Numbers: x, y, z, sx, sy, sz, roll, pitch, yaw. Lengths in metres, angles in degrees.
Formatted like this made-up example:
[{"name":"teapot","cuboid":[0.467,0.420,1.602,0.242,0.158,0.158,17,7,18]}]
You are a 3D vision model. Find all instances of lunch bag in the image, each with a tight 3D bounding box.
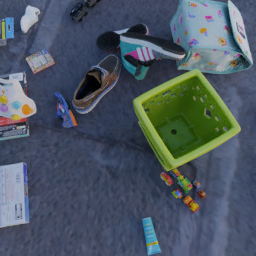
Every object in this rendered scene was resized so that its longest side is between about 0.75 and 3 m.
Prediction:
[{"name":"lunch bag","cuboid":[3.225,-3.385,10.424,2.841,1.733,2.420,2,67,-11]}]

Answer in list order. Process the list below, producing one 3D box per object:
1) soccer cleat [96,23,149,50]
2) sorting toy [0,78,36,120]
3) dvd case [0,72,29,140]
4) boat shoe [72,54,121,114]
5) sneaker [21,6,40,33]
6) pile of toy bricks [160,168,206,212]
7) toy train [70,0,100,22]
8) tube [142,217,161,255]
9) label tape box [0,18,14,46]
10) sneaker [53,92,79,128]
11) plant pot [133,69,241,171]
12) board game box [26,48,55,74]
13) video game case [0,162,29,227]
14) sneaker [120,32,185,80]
[{"name":"soccer cleat","cuboid":[-0.205,-3.523,11.050,2.116,0.774,0.722,-12,91,15]},{"name":"sorting toy","cuboid":[-3.982,-1.089,9.280,1.525,1.373,0.815,14,37,12]},{"name":"dvd case","cuboid":[-4.623,-0.792,10.279,1.866,0.281,2.557,-10,73,-3]},{"name":"boat shoe","cuboid":[-1.067,-1.741,10.229,0.964,0.966,2.668,28,73,9]},{"name":"sneaker","cuboid":[-3.996,-4.432,11.427,0.515,0.452,1.285,12,71,1]},{"name":"pile of toy bricks","cuboid":[1.858,1.881,9.091,0.895,0.796,1.613,-40,76,-12]},{"name":"toy train","cuboid":[-1.519,-5.520,11.817,0.616,0.459,2.689,31,74,23]},{"name":"tube","cuboid":[0.708,3.414,8.881,0.421,0.274,1.088,-16,76,8]},{"name":"label tape box","cuboid":[-5.231,-3.811,11.211,1.413,0.467,1.013,-9,72,-5]},{"name":"sneaker","cuboid":[-2.369,-0.655,10.101,0.593,0.570,1.512,-29,72,-4]},{"name":"plant pot","cuboid":[1.673,-0.053,9.027,2.377,2.168,2.389,-27,73,-8]},{"name":"board game box","cuboid":[-3.421,-2.620,10.929,0.907,0.210,0.687,-29,74,-9]},{"name":"video game case","cuboid":[-4.208,2.239,9.153,1.767,0.443,1.950,-8,71,-3]},{"name":"sneaker","cuboid":[0.762,-2.430,10.101,2.486,1.501,1.040,23,38,24]}]
